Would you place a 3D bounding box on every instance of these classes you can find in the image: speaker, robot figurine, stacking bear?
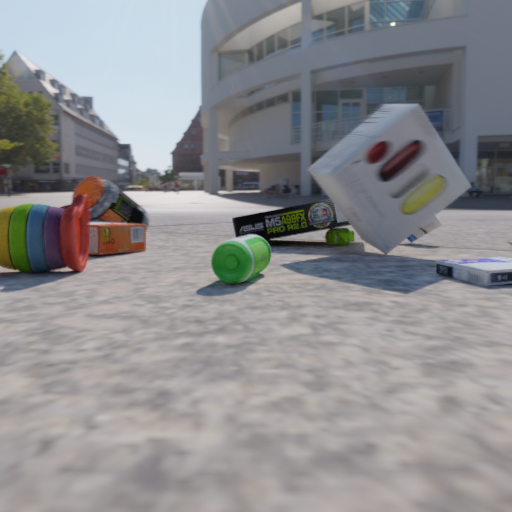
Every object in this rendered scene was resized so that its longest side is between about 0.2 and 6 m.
[{"bbox_3d":[-0.174,0.027,7.520,0.591,0.591,1.336,1,6,13],"label":"speaker"},{"bbox_3d":[1.876,-0.432,12.707,0.693,0.401,0.608,-2,0,-15],"label":"robot figurine"},{"bbox_3d":[-3.471,-0.294,8.086,1.904,1.083,1.156,1,22,-6],"label":"stacking bear"}]

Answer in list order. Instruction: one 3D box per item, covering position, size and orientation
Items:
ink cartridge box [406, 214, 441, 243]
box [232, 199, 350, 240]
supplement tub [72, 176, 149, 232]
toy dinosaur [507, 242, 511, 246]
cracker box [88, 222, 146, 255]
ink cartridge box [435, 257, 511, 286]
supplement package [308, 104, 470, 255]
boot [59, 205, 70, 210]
[{"bbox_3d":[3.855,-0.799,13.219,0.841,0.614,0.354,-32,-45,25],"label":"ink cartridge box"},{"bbox_3d":[1.127,-0.885,13.165,2.969,0.657,2.378,-10,4,11],"label":"box"},{"bbox_3d":[-3.210,-1.011,12.383,0.988,0.988,1.613,4,-25,35],"label":"supplement tub"},{"bbox_3d":[4.884,-0.026,8.549,1.800,0.693,0.920,12,23,36],"label":"toy dinosaur"},{"bbox_3d":[-3.445,-0.380,11.174,2.075,0.599,1.390,2,5,26],"label":"cracker box"},{"bbox_3d":[3.200,0.190,7.542,1.098,0.238,1.088,-4,7,-16],"label":"ink cartridge box"},{"bbox_3d":[2.492,-1.507,10.699,2.027,1.938,1.491,-40,17,2],"label":"supplement package"},{"bbox_3d":[-4.561,-1.087,16.518,2.482,0.904,1.929,0,6,-15],"label":"boot"}]
